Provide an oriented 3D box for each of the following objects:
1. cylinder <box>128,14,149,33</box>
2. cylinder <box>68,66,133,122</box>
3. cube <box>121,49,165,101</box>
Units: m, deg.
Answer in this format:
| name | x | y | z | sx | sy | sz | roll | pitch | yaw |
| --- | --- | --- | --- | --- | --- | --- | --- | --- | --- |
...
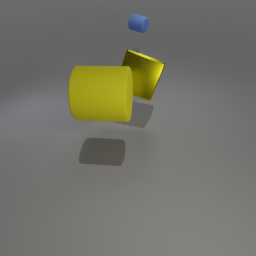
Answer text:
| name | x | y | z | sx | sy | sz | roll | pitch | yaw |
| --- | --- | --- | --- | --- | --- | --- | --- | --- | --- |
| cylinder | 0.478 | -4.692 | 12.571 | 0.700 | 0.700 | 0.700 | 24 | 39 | 20 |
| cylinder | -0.642 | -0.870 | 7.177 | 1.400 | 1.400 | 1.400 | 2 | 32 | 7 |
| cube | 0.449 | -1.912 | 10.229 | 1.400 | 1.400 | 1.400 | 21 | 12 | 2 |
